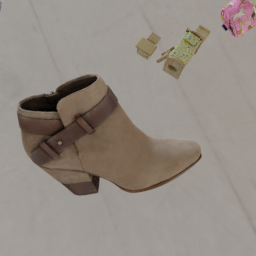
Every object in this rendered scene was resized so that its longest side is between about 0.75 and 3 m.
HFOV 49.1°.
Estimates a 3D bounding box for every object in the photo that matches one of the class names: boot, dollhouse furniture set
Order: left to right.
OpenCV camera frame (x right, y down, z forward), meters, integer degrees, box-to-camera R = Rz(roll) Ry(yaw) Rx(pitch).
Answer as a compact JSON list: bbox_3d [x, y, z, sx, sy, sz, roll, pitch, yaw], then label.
[{"bbox_3d":[-0.233,0.085,4.276,2.664,1.947,0.936,-18,36,-2],"label":"boot"},{"bbox_3d":[0.607,-1.200,3.635,0.707,0.444,0.799,34,79,6],"label":"dollhouse furniture set"}]

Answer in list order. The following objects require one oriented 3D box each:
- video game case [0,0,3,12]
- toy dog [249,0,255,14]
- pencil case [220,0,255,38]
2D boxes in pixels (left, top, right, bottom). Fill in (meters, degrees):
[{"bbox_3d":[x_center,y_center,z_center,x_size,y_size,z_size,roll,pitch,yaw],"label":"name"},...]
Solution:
[{"bbox_3d":[-3.610,-1.628,4.642,0.291,2.494,2.267,13,90,48],"label":"video game case"},{"bbox_3d":[2.257,-2.390,4.535,0.663,0.950,0.921,20,104,3],"label":"toy dog"},{"bbox_3d":[2.732,-2.519,5.660,1.650,0.714,0.683,-30,68,9],"label":"pencil case"}]
